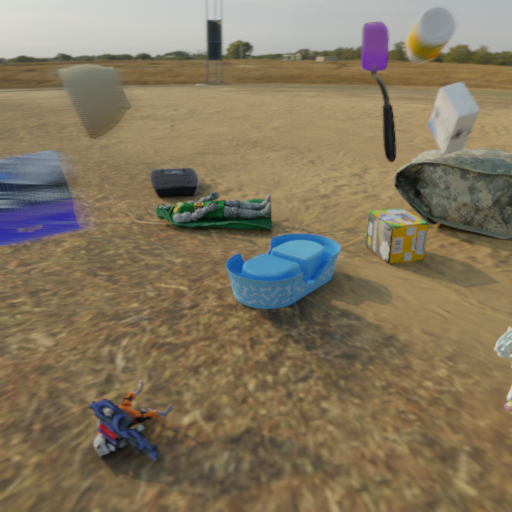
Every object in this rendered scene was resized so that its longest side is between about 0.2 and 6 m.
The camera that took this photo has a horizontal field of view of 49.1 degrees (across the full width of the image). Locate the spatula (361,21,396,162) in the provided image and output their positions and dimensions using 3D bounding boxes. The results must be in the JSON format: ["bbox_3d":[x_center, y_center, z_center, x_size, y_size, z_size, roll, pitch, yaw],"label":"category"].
[{"bbox_3d":[2.197,-2.776,9.711,0.248,2.414,0.682,-27,27,-20],"label":"spatula"}]

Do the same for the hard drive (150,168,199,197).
[{"bbox_3d":[-2.377,-2.153,16.309,1.370,0.430,2.031,-4,22,-11],"label":"hard drive"}]

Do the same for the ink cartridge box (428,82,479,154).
[{"bbox_3d":[4.369,-3.048,12.464,0.542,1.262,0.924,-16,62,-3],"label":"ink cartridge box"}]

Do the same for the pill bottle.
[{"bbox_3d":[2.057,-2.606,6.731,0.438,0.438,0.789,1,-1,2],"label":"pill bottle"}]

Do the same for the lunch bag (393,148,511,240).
[{"bbox_3d":[4.934,-1.706,13.506,2.933,1.724,2.406,16,27,25],"label":"lunch bag"}]

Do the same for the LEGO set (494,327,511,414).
[{"bbox_3d":[3.647,1.722,6.268,2.237,1.029,0.833,32,49,14],"label":"LEGO set"}]

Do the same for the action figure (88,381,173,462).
[{"bbox_3d":[-1.395,1.958,6.331,0.975,0.510,0.943,41,45,18],"label":"action figure"}]

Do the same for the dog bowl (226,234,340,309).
[{"bbox_3d":[0.526,0.249,10.122,1.385,0.616,2.485,16,28,35],"label":"dog bowl"}]

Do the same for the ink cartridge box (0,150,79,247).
[{"bbox_3d":[-3.305,-0.820,7.850,1.304,0.286,1.316,-16,66,-26],"label":"ink cartridge box"}]

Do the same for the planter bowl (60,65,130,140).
[{"bbox_3d":[-3.195,-3.255,11.424,1.001,1.487,1.487,-24,26,-5],"label":"planter bowl"}]

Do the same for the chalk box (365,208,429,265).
[{"bbox_3d":[2.821,-0.473,11.611,0.832,0.836,1.344,-6,24,-15],"label":"chalk box"}]

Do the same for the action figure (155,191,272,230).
[{"bbox_3d":[-1.021,-1.066,13.321,2.775,0.759,1.639,-3,25,2],"label":"action figure"}]
